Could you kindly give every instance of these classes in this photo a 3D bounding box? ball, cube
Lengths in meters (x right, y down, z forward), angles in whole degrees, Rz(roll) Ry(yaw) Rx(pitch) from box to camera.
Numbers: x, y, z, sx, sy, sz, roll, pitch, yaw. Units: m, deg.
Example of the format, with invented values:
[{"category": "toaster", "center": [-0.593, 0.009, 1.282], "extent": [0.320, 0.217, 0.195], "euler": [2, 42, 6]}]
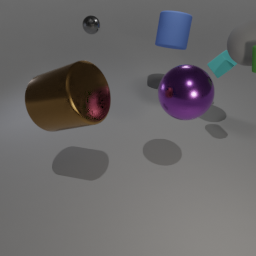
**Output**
[{"category": "ball", "center": [1.462, -0.891, 7.092], "extent": [1.400, 1.400, 1.400], "euler": [0, 33, 0]}, {"category": "ball", "center": [-1.448, -4.066, 11.056], "extent": [0.700, 0.700, 0.700], "euler": [0, 33, 0]}, {"category": "ball", "center": [3.882, -2.685, 8.892], "extent": [1.400, 1.400, 1.400], "euler": [0, 33, 0]}, {"category": "cube", "center": [3.683, -2.501, 10.956], "extent": [0.700, 0.700, 0.700], "euler": [53, 45, 1]}]

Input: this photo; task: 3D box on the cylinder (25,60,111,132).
[{"category": "cylinder", "center": [-1.348, -0.682, 6.391], "extent": [1.400, 1.400, 1.400], "euler": [-8, 25, 34]}]

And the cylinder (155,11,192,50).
[{"category": "cylinder", "center": [1.986, -4.246, 12.262], "extent": [1.400, 1.400, 1.400], "euler": [8, 13, -2]}]

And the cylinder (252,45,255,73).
[{"category": "cylinder", "center": [3.777, -1.907, 7.662], "extent": [0.700, 0.700, 0.700], "euler": [-7, 21, 3]}]
